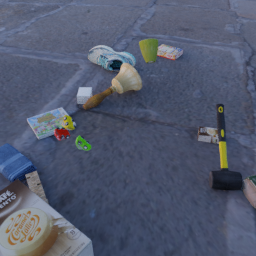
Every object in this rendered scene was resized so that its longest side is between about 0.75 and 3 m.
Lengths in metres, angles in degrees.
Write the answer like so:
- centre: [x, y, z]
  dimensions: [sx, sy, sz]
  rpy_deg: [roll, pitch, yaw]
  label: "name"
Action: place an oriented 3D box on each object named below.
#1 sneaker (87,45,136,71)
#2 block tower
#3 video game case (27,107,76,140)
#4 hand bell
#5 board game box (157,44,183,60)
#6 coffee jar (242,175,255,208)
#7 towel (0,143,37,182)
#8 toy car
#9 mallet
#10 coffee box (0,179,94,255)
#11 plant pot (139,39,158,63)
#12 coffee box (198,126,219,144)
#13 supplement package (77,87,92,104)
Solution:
- centre: [-1.027, -3.651, 14.981]
  dimensions: [2.740, 1.064, 1.183]
  rpy_deg: [12, 43, 15]
  label: "sneaker"
- centre: [-2.770, 1.886, 8.494]
  dimensions: [0.397, 0.371, 1.372]
  rpy_deg: [-20, 42, -22]
  label: "block tower"
- centre: [-3.106, -0.226, 11.326]
  dimensions: [1.553, 0.171, 1.413]
  rpy_deg: [-22, 43, -25]
  label: "video game case"
- centre: [-0.836, -1.628, 12.557]
  dimensions: [2.754, 1.434, 1.434]
  rpy_deg: [-37, 50, -22]
  label: "hand bell"
- centre: [2.404, -4.525, 16.640]
  dimensions: [1.396, 0.323, 1.057]
  rpy_deg: [24, 44, 27]
  label: "board game box"
- centre: [4.423, 1.737, 8.342]
  dimensions: [1.790, 0.764, 0.933]
  rpy_deg: [-11, 47, -12]
  label: "coffee jar"
- centre: [-3.904, 1.181, 9.368]
  dimensions: [1.648, 0.400, 0.920]
  rpy_deg: [30, 48, 31]
  label: "towel"
- centre: [-1.552, 0.270, 7.977]
  dimensions: [0.278, 1.172, 1.245]
  rpy_deg: [-40, 17, 19]
  label: "toy car"
- centre: [2.919, 0.573, 9.065]
  dimensions: [0.958, 0.599, 2.910]
  rpy_deg: [-6, 68, 3]
  label: "mallet"
- centre: [-2.407, 2.747, 6.771]
  dimensions: [2.868, 1.143, 1.640]
  rpy_deg: [26, 45, 29]
  label: "coffee box"
- centre: [0.874, -3.054, 11.256]
  dimensions: [0.782, 0.836, 0.782]
  rpy_deg: [-7, 1, 0]
  label: "plant pot"
- centre: [3.095, 0.268, 10.559]
  dimensions: [0.867, 0.345, 0.496]
  rpy_deg: [8, 39, 10]
  label: "coffee box"
- centre: [-1.952, -1.477, 12.704]
  dimensions: [0.596, 0.424, 0.765]
  rpy_deg: [0, 39, 1]
  label: "supplement package"
